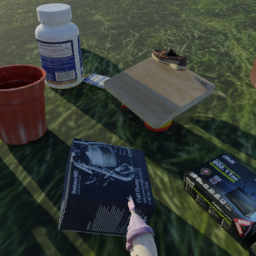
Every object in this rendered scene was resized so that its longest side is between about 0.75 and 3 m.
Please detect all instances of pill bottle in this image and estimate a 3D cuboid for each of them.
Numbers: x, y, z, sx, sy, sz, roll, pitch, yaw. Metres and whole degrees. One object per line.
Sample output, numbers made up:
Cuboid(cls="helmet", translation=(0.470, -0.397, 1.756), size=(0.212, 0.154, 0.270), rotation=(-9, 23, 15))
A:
Cuboid(cls="pill bottle", translation=(-2.724, -3.219, 11.122), size=(1.654, 2.981, 1.654), rotation=(0, 36, 0))

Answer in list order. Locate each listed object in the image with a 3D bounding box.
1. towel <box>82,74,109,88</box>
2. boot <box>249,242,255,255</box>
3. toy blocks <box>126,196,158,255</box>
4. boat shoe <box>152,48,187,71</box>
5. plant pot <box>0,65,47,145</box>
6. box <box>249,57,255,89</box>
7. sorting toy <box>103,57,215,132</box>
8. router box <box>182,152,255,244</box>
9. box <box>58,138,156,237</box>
Cuboid(cls="towel", translation=(-1.262, -2.003, 11.895), size=(1.123, 0.134, 0.825), rotation=(21, 43, 29))
Cuboid(cls="boot", translation=(3.892, 2.670, 4.894), size=(1.952, 1.012, 2.989), rotation=(-19, 41, -30))
Cuboid(cls="toy blocks", translation=(0.429, 2.379, 4.263), size=(2.282, 2.132, 1.921), rotation=(-11, 43, -9))
Cuboid(cls="boat shoe", translation=(1.447, -2.496, 9.676), size=(0.577, 0.575, 1.598), rotation=(-13, 38, -30))
Cuboid(cls="plant pot", translation=(-3.362, -0.666, 8.497), size=(1.977, 1.923, 1.977), rotation=(0, 32, 0))
Cuboid(cls="box", translation=(5.999, -2.179, 10.746), size=(1.787, 1.769, 2.154), rotation=(4, 37, 5))
Cuboid(cls="sorting toy", translation=(1.027, -1.171, 9.743), size=(2.707, 0.948, 2.723), rotation=(-31, 52, -24))
Cuboid(cls="router box", translation=(2.461, 1.541, 6.641), size=(1.428, 0.592, 1.906), rotation=(-22, 42, -24))
Cuboid(cls="box", translation=(-0.504, 1.297, 6.224), size=(1.767, 1.114, 1.797), rotation=(10, 35, -14))
